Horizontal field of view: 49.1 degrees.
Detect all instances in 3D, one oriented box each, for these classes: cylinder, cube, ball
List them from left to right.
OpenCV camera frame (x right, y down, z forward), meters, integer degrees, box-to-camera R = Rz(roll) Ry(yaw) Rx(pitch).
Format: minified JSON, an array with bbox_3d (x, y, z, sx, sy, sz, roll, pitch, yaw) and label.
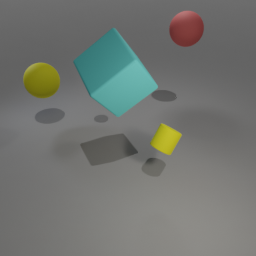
[{"bbox_3d":[-3.422,-1.880,11.144,1.400,1.400,1.400,0,30,0],"label":"ball"},{"bbox_3d":[-0.320,-1.415,7.395,1.400,1.400,1.400,-36,57,12],"label":"cube"},{"bbox_3d":[1.109,0.327,8.232,0.700,0.700,0.700,27,8,-4],"label":"cylinder"},{"bbox_3d":[2.408,-4.075,11.554,1.400,1.400,1.400,0,30,0],"label":"ball"}]
